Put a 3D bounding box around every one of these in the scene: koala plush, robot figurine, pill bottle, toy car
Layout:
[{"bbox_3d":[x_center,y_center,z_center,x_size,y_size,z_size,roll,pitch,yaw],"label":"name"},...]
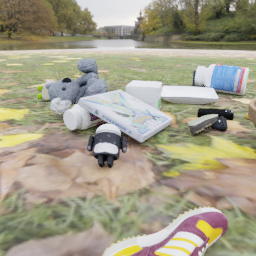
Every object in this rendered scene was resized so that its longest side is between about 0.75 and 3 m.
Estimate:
[{"bbox_3d":[-1.848,-1.213,9.625,1.873,1.722,1.661,-13,55,-20],"label":"koala plush"},{"bbox_3d":[-0.463,0.389,6.274,0.726,0.966,0.603,20,-30,-32],"label":"robot figurine"},{"bbox_3d":[-1.254,-0.417,8.702,0.814,0.814,1.449,15,24,36],"label":"pill bottle"},{"bbox_3d":[4.423,-2.349,13.313,2.291,1.286,1.286,13,23,22],"label":"pill bottle"},{"bbox_3d":[-3.489,-1.449,12.270,0.738,0.709,0.898,2,-10,-5],"label":"toy car"}]

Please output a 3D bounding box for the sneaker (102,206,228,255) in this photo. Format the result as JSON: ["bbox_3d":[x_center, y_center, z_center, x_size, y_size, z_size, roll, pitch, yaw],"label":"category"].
[{"bbox_3d":[0.621,1.595,3.330,1.829,0.685,0.824,-16,32,-22],"label":"sneaker"}]

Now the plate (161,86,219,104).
[{"bbox_3d":[2.637,-1.447,12.296,2.342,0.379,2.337,3,19,10],"label":"plate"}]

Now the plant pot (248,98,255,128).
[{"bbox_3d":[4.177,0.151,6.348,2.796,1.290,2.796,-1,19,0],"label":"plant pot"}]

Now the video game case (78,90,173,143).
[{"bbox_3d":[0.036,-0.478,8.388,2.145,0.259,2.353,30,25,18],"label":"video game case"}]

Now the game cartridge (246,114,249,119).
[{"bbox_3d":[4.591,-0.262,9.277,0.901,0.166,1.022,-4,22,-11],"label":"game cartridge"}]

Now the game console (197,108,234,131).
[{"bbox_3d":[2.892,-0.323,9.315,1.197,0.245,2.029,5,19,16],"label":"game console"}]

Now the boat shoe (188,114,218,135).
[{"bbox_3d":[2.248,-0.128,8.302,1.215,0.366,0.433,-18,10,-34],"label":"boat shoe"}]

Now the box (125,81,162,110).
[{"bbox_3d":[0.589,-1.138,10.388,1.219,1.044,1.213,4,20,12],"label":"box"}]

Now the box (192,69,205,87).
[{"bbox_3d":[4.400,-2.656,14.932,1.565,0.934,1.591,9,23,25],"label":"box"}]
